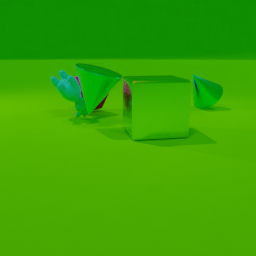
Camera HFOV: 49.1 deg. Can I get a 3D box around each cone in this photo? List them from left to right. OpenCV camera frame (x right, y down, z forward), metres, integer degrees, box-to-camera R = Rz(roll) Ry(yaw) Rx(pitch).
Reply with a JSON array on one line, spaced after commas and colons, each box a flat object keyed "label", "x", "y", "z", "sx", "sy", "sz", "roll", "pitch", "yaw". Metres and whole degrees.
[{"label": "cone", "x": -0.892, "y": -0.913, "z": 7.328, "sx": 1.227, "sy": 1.232, "sz": 1.227, "roll": 15, "pitch": 19, "yaw": -5}, {"label": "cone", "x": 2.600, "y": -1.514, "z": 10.027, "sx": 1.183, "sy": 1.179, "sz": 1.179, "roll": 44, "pitch": -13, "yaw": -35}]

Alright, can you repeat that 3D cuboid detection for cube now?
[{"label": "cube", "x": -1.304, "y": -1.172, "z": 9.400, "sx": 0.886, "sy": 0.886, "sz": 0.886, "roll": -19, "pitch": 63, "yaw": -38}, {"label": "cube", "x": 0.653, "y": -0.565, "z": 7.023, "sx": 1.380, "sy": 1.380, "sz": 1.380, "roll": -3, "pitch": 15, "yaw": -10}]

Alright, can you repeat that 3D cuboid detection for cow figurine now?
[{"label": "cow figurine", "x": -1.662, "y": -1.005, "z": 8.562, "sx": 0.733, "sy": 1.314, "sz": 1.336, "roll": -40, "pitch": 44, "yaw": -11}]
